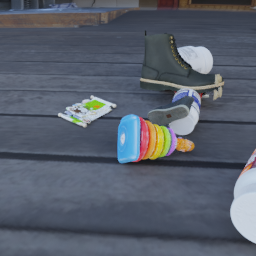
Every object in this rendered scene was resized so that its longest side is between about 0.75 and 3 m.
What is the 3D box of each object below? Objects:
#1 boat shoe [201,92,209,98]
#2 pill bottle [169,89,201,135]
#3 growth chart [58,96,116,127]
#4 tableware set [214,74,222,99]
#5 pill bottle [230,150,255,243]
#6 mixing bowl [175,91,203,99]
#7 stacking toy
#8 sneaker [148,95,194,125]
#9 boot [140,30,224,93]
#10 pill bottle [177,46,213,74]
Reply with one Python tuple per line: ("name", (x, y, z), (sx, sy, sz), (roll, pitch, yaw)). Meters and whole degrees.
("boat shoe", (2.666, -1.210, 10.087), (0.271, 0.244, 0.767), (2, 4, -13))
("pill bottle", (1.677, -0.489, 8.320), (0.864, 0.864, 1.492), (8, 35, 14))
("growth chart", (-1.343, -0.599, 9.284), (1.405, 0.172, 1.941), (18, 33, 27))
("tableware set", (2.761, -1.278, 8.596), (0.106, 0.760, 0.910), (3, 15, 29))
("pill bottle", (2.588, 1.066, 5.011), (1.132, 1.132, 2.066), (18, 28, 30))
("mixing bowl", (2.078, -1.025, 9.667), (0.984, 0.533, 0.984), (1, 18, 0))
("stacking toy", (0.772, 0.335, 6.775), (1.955, 1.073, 1.135), (6, -13, -21))
("sneaker", (1.178, -0.478, 7.587), (1.270, 0.475, 0.675), (-9, 27, 38))
("boot", (1.795, -2.253, 9.420), (2.874, 1.988, 1.113), (4, 18, 14))
("pill bottle", (2.179, -2.529, 11.490), (2.609, 1.479, 1.479), (-20, 34, -33))
